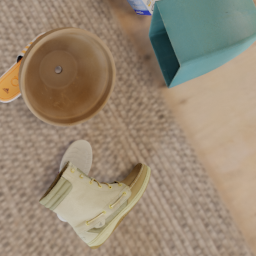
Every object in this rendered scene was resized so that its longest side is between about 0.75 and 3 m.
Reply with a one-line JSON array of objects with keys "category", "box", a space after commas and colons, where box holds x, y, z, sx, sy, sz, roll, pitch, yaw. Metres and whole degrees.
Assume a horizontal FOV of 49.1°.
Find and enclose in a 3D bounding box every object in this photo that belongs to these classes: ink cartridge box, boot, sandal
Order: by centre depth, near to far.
[{"category": "boot", "box": [-0.690, 1.344, 6.634, 1.816, 0.846, 2.349, 44, 69, -8]}, {"category": "sandal", "box": [-1.492, 1.285, 7.130, 0.843, 0.509, 2.071, 21, 77, -41]}, {"category": "sandal", "box": [-2.589, -1.554, 7.381, 0.878, 0.657, 2.291, 43, 80, -21]}, {"category": "ink cartridge box", "box": [0.439, -3.905, 7.529, 0.666, 1.745, 1.191, 26, 84, 42]}]

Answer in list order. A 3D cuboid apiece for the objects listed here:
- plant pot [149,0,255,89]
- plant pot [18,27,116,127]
[{"category": "plant pot", "box": [2.001, -2.368, 7.213, 2.414, 1.706, 1.705, -18, 82, -5]}, {"category": "plant pot", "box": [-1.599, -1.330, 7.057, 2.400, 2.400, 1.108, -45, 42, -7]}]
